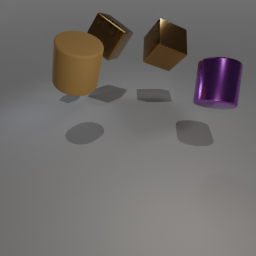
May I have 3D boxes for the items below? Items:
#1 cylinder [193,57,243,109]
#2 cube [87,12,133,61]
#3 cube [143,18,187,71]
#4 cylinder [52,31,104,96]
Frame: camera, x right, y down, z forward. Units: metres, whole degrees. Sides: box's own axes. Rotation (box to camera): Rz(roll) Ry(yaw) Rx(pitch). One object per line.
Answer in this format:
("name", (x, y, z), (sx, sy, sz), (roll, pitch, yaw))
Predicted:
("cylinder", (2.914, -1.419, 9.122), (1.400, 1.400, 1.400), (8, -3, 0))
("cube", (-0.844, -3.940, 12.125), (1.400, 1.400, 1.400), (37, 23, 2))
("cube", (1.600, -3.580, 12.202), (1.400, 1.400, 1.400), (14, 65, -23))
("cylinder", (-1.512, -1.909, 8.314), (1.400, 1.400, 1.400), (9, 45, -9))
